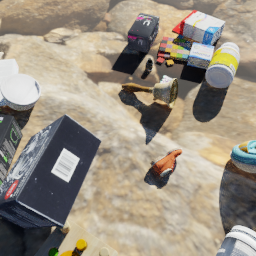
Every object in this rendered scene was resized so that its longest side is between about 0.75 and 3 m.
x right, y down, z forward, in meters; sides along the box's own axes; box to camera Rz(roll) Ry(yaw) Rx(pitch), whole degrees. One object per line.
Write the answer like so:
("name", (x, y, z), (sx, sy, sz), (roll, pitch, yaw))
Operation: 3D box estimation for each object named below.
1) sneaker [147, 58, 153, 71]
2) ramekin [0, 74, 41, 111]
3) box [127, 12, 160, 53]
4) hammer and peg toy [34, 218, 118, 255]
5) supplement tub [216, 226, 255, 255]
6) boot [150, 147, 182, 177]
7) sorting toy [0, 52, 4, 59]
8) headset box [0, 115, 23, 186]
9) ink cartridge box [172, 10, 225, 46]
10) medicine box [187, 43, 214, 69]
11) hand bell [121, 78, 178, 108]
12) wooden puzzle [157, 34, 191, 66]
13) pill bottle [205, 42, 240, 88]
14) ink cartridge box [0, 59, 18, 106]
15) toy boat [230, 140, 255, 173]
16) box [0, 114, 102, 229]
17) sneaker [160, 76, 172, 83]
("sneaker", (1.002, -2.965, 12.502), (0.294, 0.413, 0.832), (0, 52, 2))
("ramekin", (-4.165, -1.334, 10.894), (1.464, 0.682, 1.464), (10, 58, -17))
("box", (0.757, -4.562, 13.361), (1.069, 0.928, 1.749), (16, 56, 12))
("hammer and peg toy", (-1.681, 3.884, 7.105), (1.954, 0.937, 2.657), (26, 58, 16))
("supplement tub", (2.891, 3.444, 7.375), (1.008, 1.008, 1.436), (31, 59, 21))
("boot", (1.434, 1.149, 9.466), (1.226, 0.460, 0.657), (-30, 64, -13))
("sorting toy", (-6.433, -2.651, 11.622), (1.861, 0.367, 2.010), (9, 56, 3))
("headset box", (-5.068, 0.825, 9.210), (2.207, 1.176, 2.535), (6, 54, 4))
("ink cartridge box", (3.441, -5.017, 13.810), (2.210, 0.743, 1.284), (31, 59, 22))
("medicine box", (3.277, -3.253, 12.631), (0.963, 0.544, 1.058), (15, 55, 11))
("hand bell", (0.766, -1.524, 11.251), (2.252, 1.172, 1.172), (11, 53, 23))
("wooden puzzle", (2.218, -3.752, 13.234), (1.402, 0.166, 2.363), (11, 54, 8))
("pill bottle", (4.077, -2.717, 11.879), (1.121, 1.121, 1.994), (21, 55, 15))
("ink cartridge box", (-5.629, -1.738, 11.618), (1.955, 0.604, 2.410), (-6, 64, -5))
("toy boat", (4.474, 0.611, 9.199), (2.304, 1.071, 1.937), (-29, 20, -35))
("box", (-2.354, 1.311, 7.916), (1.379, 2.412, 2.649), (38, 51, -23))
("sneaker", (1.666, -1.804, 11.674), (0.641, 0.356, 0.916), (18, 56, 14))
